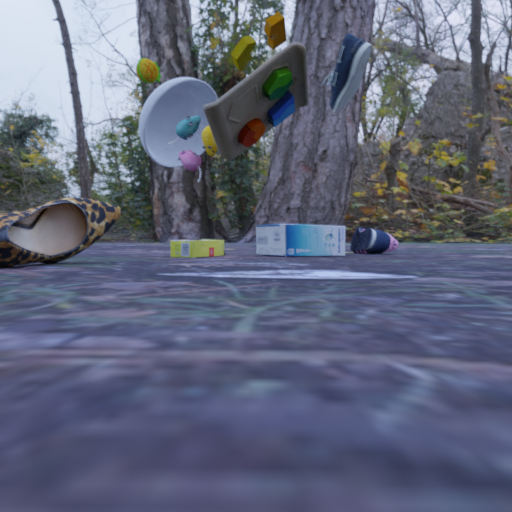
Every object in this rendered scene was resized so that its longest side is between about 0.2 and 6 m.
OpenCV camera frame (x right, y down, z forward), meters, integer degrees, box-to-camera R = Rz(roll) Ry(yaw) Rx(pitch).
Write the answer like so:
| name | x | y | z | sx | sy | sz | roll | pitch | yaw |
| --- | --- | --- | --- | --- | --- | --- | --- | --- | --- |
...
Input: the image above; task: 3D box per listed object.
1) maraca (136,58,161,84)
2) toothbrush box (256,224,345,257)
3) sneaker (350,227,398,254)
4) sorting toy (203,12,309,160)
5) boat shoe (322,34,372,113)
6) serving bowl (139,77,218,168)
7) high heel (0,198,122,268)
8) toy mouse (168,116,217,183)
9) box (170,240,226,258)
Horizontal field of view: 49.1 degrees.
| name | x | y | z | sx | sy | sz | roll | pitch | yaw |
| --- | --- | --- | --- | --- | --- | --- | --- | --- | --- |
| maraca | -2.480 | -4.288 | 13.015 | 0.448 | 0.574 | 0.837 | -2 | 11 | 27 |
| toothbrush box | 0.911 | -0.315 | 11.481 | 1.521 | 0.649 | 1.114 | 1 | 1 | -31 |
| sneaker | 2.758 | -0.289 | 13.290 | 0.775 | 0.663 | 1.889 | 15 | 4 | -4 |
| sorting toy | 0.059 | -2.795 | 9.686 | 2.020 | 0.363 | 2.712 | -35 | -18 | -5 |
| boat shoe | 1.876 | -3.870 | 12.007 | 0.605 | 0.733 | 1.957 | 40 | -21 | 12 |
| serving bowl | -2.127 | -3.585 | 14.758 | 0.797 | 2.424 | 2.424 | 38 | 24 | 33 |
| high heel | -2.544 | -0.349 | 7.258 | 2.363 | 0.844 | 1.685 | -22 | 8 | -37 |
| toy mouse | -1.347 | -2.269 | 11.253 | 1.345 | 1.514 | 0.293 | 12 | 8 | 32 |
| box | -1.105 | -0.145 | 10.893 | 0.518 | 0.345 | 1.375 | 1 | 1 | 22 |
